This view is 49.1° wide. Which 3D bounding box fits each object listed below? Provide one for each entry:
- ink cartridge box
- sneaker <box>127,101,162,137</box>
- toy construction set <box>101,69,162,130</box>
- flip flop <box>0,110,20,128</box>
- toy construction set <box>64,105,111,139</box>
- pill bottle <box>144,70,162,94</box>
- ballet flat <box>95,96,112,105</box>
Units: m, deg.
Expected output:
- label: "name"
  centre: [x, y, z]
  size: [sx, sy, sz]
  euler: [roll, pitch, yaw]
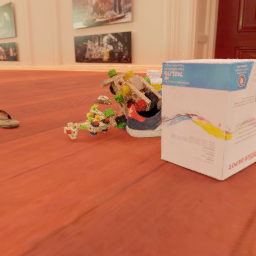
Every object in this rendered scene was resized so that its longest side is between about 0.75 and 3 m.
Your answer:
- label: "ink cartridge box"
  centre: [2.000, -0.359, 6.615]
  size: [1.777, 2.422, 1.768]
  euler: [-14, 20, -40]
- label: "sneaker"
  centre: [1.284, -0.389, 8.989]
  size: [2.660, 1.124, 0.997]
  euler: [-5, 23, -14]
- label: "toy construction set"
  centre: [0.327, -1.345, 8.947]
  size: [2.629, 2.020, 2.192]
  euler: [-27, -10, 2]
- label: "flip flop"
  centre: [-4.645, -0.387, 10.199]
  size: [1.869, 0.538, 0.758]
  euler: [12, 20, 36]
- label: "toy construction set"
  centre: [-1.167, -0.184, 8.747]
  size: [1.072, 0.753, 1.635]
  euler: [29, 41, 25]
- label: "pill bottle"
  centre: [1.211, -1.884, 13.385]
  size: [0.937, 1.684, 0.937]
  euler: [0, 16, 0]
- label: "ballet flat"
  centre: [-1.264, -1.436, 14.196]
  size: [1.083, 0.392, 0.367]
  euler: [13, 20, 39]
